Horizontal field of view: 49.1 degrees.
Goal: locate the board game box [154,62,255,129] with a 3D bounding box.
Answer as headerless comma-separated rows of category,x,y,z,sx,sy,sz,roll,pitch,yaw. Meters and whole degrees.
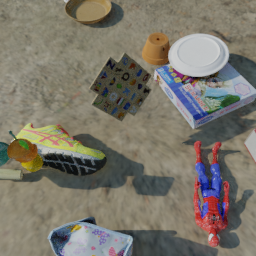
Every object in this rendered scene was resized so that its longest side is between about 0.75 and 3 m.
board game box,2.435,-1.379,8.997,2.343,0.483,2.348,-24,60,-15

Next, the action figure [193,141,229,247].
action figure,2.052,1.550,6.996,0.868,0.686,2.653,5,59,1

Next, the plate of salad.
plate of salad,2.270,-2.332,9.075,1.893,0.455,1.893,-5,58,9

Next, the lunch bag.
lunch bag,-0.752,2.509,5.866,1.631,1.383,1.037,13,60,10

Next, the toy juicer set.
toy juicer set,-2.962,0.606,6.550,1.836,2.887,0.786,12,64,-25

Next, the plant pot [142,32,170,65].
plant pot,1.026,-2.832,9.825,1.043,0.730,1.043,0,57,1

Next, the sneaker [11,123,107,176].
sneaker,-1.822,0.427,7.477,2.701,1.055,1.219,12,55,8

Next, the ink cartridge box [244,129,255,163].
ink cartridge box,4.479,0.571,7.484,2.030,0.841,1.479,-14,57,-9

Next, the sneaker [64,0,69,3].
sneaker,-2.049,-5.817,11.857,1.491,0.659,0.600,-31,61,-21

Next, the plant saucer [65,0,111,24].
plant saucer,-1.600,-4.779,11.354,1.880,0.333,1.880,0,56,0

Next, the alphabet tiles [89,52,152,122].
alphabet tiles,-0.123,-0.927,6.670,0.053,1.672,1.391,36,95,43
